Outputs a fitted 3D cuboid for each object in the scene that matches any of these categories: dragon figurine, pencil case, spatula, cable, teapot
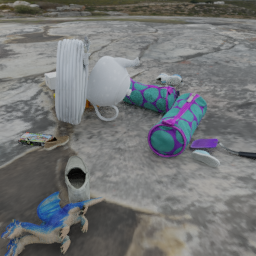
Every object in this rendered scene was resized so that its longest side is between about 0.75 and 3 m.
[{"bbox_3d":[-1.550,1.942,6.204,1.224,0.724,2.462,15,32,26],"label":"dragon figurine"},{"bbox_3d":[0.796,-1.503,12.234,2.698,1.247,1.148,18,33,32],"label":"pencil case"},{"bbox_3d":[1.770,-0.216,9.621,1.274,1.384,2.995,19,34,19],"label":"pencil case"},{"bbox_3d":[3.385,0.703,9.044,2.625,0.270,0.742,14,26,19],"label":"spatula"},{"bbox_3d":[-1.972,-1.580,9.780,1.015,2.933,2.933,4,6,-12],"label":"cable"},{"bbox_3d":[-0.603,-1.596,10.749,1.519,2.080,2.053,27,64,5],"label":"teapot"}]

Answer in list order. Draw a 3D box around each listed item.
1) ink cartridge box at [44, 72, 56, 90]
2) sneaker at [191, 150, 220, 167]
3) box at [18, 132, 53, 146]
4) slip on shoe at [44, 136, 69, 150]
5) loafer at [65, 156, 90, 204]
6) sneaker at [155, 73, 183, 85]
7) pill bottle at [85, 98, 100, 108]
[{"bbox_3d":[-3.904,-2.492,14.744,0.671,0.659,0.912,-16,31,-27],"label":"ink cartridge box"},{"bbox_3d":[2.440,0.880,8.648,0.935,0.345,0.383,24,40,37],"label":"sneaker"},{"bbox_3d":[-3.216,0.393,9.756,1.022,0.177,0.562,5,28,10],"label":"box"},{"bbox_3d":[-2.425,0.432,9.550,0.374,0.298,0.982,24,36,38],"label":"slip on shoe"},{"bbox_3d":[-1.340,1.276,7.505,0.696,0.695,1.991,-7,29,-14],"label":"loafer"},{"bbox_3d":[2.163,-2.523,15.021,1.606,0.602,0.696,15,36,42],"label":"sneaker"},{"bbox_3d":[-1.853,-1.522,12.250,2.319,1.267,1.267,-5,28,-10],"label":"pill bottle"}]
